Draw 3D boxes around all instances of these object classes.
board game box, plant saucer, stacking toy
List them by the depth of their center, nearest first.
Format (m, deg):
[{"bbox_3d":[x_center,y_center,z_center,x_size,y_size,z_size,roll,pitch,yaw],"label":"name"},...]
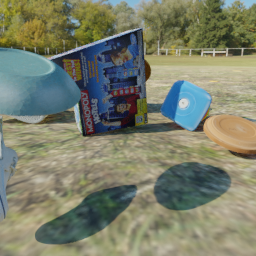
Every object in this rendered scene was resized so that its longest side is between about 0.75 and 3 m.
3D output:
[{"bbox_3d":[-1.235,-0.613,3.103,1.484,0.286,1.484,14,27,-7],"label":"plant saucer"},{"bbox_3d":[2.079,0.061,5.374,1.214,0.196,1.214,5,31,-3],"label":"plant saucer"},{"bbox_3d":[-0.735,-1.058,6.496,2.276,2.278,0.702,-10,17,-22],"label":"board game box"},{"bbox_3d":[1.835,-0.527,7.562,1.111,1.051,1.914,34,13,29],"label":"stacking toy"}]

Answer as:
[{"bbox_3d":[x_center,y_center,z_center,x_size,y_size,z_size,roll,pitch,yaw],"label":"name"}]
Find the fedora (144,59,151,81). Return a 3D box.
[{"bbox_3d":[-0.584,-1.396,9.185,2.824,1.152,2.824,-2,-25,-1],"label":"fedora"}]

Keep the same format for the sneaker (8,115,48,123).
[{"bbox_3d":[-3.526,-0.982,8.087,2.841,1.047,1.642,25,10,-5],"label":"sneaker"}]

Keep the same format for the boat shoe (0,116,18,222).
[{"bbox_3d":[-1.368,0.341,2.928,0.420,0.473,1.285,-7,59,-34],"label":"boat shoe"}]
